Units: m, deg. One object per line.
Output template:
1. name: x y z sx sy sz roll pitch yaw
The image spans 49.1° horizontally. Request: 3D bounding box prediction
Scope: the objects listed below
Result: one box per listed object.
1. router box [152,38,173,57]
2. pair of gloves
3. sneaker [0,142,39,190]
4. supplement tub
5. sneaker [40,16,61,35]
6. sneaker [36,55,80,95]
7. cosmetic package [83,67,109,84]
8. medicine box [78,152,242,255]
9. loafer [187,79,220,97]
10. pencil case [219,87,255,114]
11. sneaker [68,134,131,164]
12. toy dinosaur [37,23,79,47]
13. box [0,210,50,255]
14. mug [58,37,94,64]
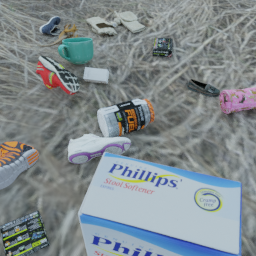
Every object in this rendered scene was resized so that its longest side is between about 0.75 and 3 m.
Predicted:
1. router box: 1.429 -3.324 11.505 0.771 0.320 1.029 6 45 6
2. pair of gloves: -0.583 -4.918 13.031 2.339 0.410 1.988 -16 47 -16
3. sneaker: -3.189 0.930 7.172 0.916 0.634 1.635 25 40 27
4. supplement tub: -0.054 -0.306 8.094 1.501 0.920 0.920 -19 48 -17
5. sneaker: -3.251 -4.586 12.597 0.883 0.465 1.222 18 57 31
6. sneaker: -2.368 -1.608 9.345 2.039 0.866 0.785 43 24 29
7. cosmetic package: -1.120 -1.858 9.911 0.830 0.352 0.446 9 86 7
8. medicine box: 0.499 1.831 4.882 2.238 2.457 1.265 11 46 11
9. loafer: 2.589 -1.381 9.557 1.125 0.354 0.404 18 48 17
10. pencil case: 3.846 -0.905 8.806 1.894 0.819 0.784 -6 78 -6
11. sneaker: -0.794 0.406 7.584 1.718 0.643 0.856 -9 46 -9
12. toy dinosaur: -2.720 -3.843 11.945 1.209 0.687 2.276 -10 35 24
13. box: -2.222 2.308 6.015 0.868 0.206 0.839 -20 51 -20
14. mug: -1.978 -2.889 10.581 1.365 0.844 1.122 -11 28 -16
